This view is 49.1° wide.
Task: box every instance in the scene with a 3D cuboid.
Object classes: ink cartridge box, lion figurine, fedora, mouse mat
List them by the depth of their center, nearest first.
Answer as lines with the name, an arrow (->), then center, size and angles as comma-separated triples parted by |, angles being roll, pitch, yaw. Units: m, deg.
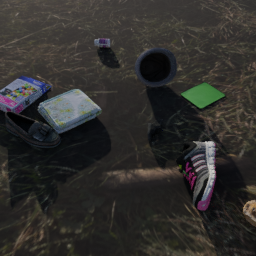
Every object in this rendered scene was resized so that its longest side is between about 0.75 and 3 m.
lion figurine -> 4.675, 2.419, 8.331 | 2.558, 0.927, 1.567 | -17, 37, -36
ink cartridge box -> -4.791, -1.605, 12.646 | 1.457, 0.512, 2.442 | 21, 46, 20
mouse mat -> 3.438, -1.524, 12.854 | 1.711, 0.064, 1.377 | -27, 50, -23
fedora -> 1.216, -2.888, 13.398 | 2.042, 1.806, 0.922 | -17, 17, -13

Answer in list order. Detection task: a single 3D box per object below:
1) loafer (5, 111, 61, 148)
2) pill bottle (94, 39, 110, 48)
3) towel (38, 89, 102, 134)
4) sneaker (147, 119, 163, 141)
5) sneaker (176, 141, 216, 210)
loafer -> -3.730, 0.037, 10.708 | 2.486, 0.782, 0.893 | 18, 47, 18
pill bottle -> -1.468, -4.851, 15.980 | 0.852, 0.478, 0.478 | 4, 44, 3
towel -> -2.457, -0.746, 11.749 | 2.123, 0.511, 1.817 | -28, 54, -26
sneaker -> 1.076, 0.079, 10.984 | 0.592, 0.341, 1.135 | 0, 41, 7
sneaker -> 2.153, 1.415, 9.141 | 1.244, 1.049, 2.844 | 9, 41, 10
